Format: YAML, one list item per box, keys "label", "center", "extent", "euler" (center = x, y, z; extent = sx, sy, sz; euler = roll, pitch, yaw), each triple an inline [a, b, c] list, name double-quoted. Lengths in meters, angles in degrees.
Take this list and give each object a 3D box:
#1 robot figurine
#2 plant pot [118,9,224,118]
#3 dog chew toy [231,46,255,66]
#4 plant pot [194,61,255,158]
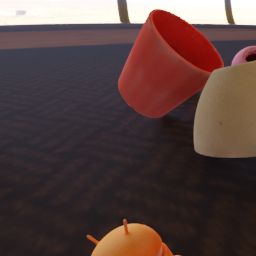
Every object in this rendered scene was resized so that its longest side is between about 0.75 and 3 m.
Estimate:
- label: "robot figurine"
  center: [0.145, 1.286, 2.250]
  extent: [0.687, 1.177, 0.847]
  euler: [-34, 0, -14]
- label: "plant pot"
  center: [0.928, -1.489, 7.221]
  extent: [2.294, 2.030, 2.294]
  euler: [22, 43, -22]
- label: "dog chew toy"
  center: [3.807, -1.606, 8.626]
  extent: [1.203, 1.932, 1.203]
  euler: [-7, 64, 16]
- label: "plant pot"
  center: [2.070, -0.428, 4.861]
  extent: [2.040, 1.369, 2.040]
  euler: [-12, 6, 1]
